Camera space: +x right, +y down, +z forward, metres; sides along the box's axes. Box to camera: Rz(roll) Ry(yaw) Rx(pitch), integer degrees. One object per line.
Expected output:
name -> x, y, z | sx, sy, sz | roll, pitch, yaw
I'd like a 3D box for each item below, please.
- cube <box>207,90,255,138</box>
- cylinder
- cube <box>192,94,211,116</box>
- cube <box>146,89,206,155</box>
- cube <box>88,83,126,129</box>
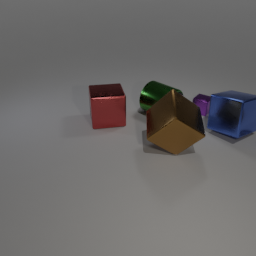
cube -> 4.116, -0.586, 10.846 | 1.400, 1.400, 1.400 | -14, 25, -36
cylinder -> 1.449, -1.198, 12.163 | 1.400, 1.400, 1.400 | 28, 40, 34
cube -> 3.352, -1.052, 12.645 | 0.700, 0.700, 0.700 | 20, 36, 30
cube -> 1.599, -0.169, 9.674 | 1.400, 1.400, 1.400 | 28, 42, -26
cube -> -0.878, -0.941, 11.770 | 1.400, 1.400, 1.400 | -5, 31, -9
